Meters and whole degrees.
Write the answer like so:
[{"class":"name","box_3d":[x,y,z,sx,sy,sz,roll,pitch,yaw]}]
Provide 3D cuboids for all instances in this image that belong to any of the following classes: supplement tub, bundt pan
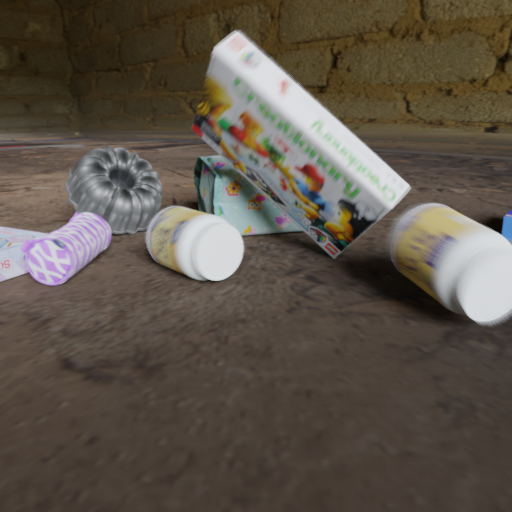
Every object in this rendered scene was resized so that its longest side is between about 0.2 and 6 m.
[{"class":"supplement tub","box_3d":[-1.021,-0.204,9.239,1.079,1.079,1.494,-13,19,-37]},{"class":"bundt pan","box_3d":[-2.968,-1.545,12.135,2.141,0.803,2.141,19,46,-21]},{"class":"supplement tub","box_3d":[2.616,0.059,7.365,1.141,1.141,1.570,-5,25,-18]}]

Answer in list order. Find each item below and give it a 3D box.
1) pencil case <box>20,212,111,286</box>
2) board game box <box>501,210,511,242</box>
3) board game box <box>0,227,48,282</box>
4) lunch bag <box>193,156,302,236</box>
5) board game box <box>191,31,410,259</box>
[{"class":"pencil case","box_3d":[-3.175,-0.172,9.519,0.867,0.851,2.028,32,15,-4]},{"class":"board game box","box_3d":[6.614,-0.598,11.571,2.530,0.569,1.924,10,19,32]},{"class":"board game box","box_3d":[-5.229,0.022,9.466,2.613,0.538,2.607,9,18,28]},{"class":"lunch bag","box_3d":[-0.138,-1.518,12.841,2.348,1.681,2.756,-5,22,-15]},{"class":"board game box","box_3d":[0.570,-1.707,9.435,0.628,3.630,2.291,-46,-3,-25]}]
